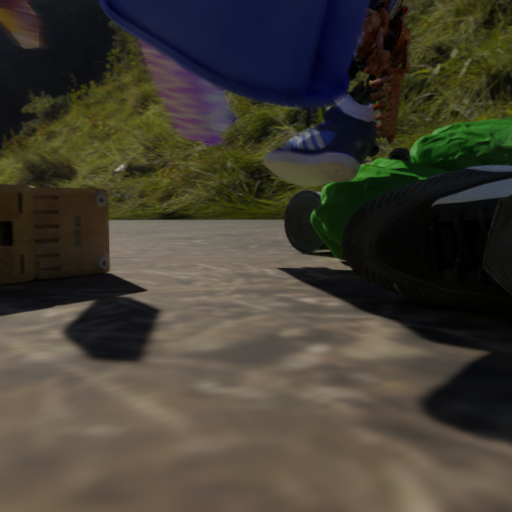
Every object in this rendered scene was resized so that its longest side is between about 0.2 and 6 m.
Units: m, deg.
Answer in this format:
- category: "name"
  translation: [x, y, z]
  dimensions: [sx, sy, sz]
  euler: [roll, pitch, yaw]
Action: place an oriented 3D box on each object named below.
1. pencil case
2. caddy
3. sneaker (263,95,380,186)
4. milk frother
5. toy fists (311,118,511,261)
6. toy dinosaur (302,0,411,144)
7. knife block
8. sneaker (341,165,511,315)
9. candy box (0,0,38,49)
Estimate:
- category: "pencil case"
  translation: [-1.169, -3.024, 9.212]
  dimensions: [1.096, 1.117, 2.613]
  euler: [-18, -37, 3]
- category: "caddy"
  translation: [-0.259, -2.805, 6.368]
  dimensions: [3.193, 1.676, 2.258]
  euler: [37, 40, 19]
- category: "sneaker"
  translation: [0.992, -1.710, 8.072]
  dimensions: [1.725, 1.263, 0.695]
  euler: [8, -23, 48]
- category: "milk frother"
  translation: [1.699, -0.970, 9.711]
  dimensions: [1.762, 1.873, 1.691]
  euler: [-4, 10, -40]
- category: "toy fists"
  translation: [2.696, -1.005, 8.238]
  dimensions: [3.983, 1.370, 2.030]
  euler: [-27, 27, -20]
- category: "toy dinosaur"
  translation: [1.389, -2.861, 7.829]
  dimensions: [1.593, 3.119, 2.117]
  euler: [29, -43, -13]
- category: "knife block"
  translation: [-3.176, -0.289, 6.538]
  dimensions: [2.715, 0.989, 3.093]
  euler: [2, 5, 32]
- category: "sneaker"
  translation: [1.773, -0.084, 3.379]
  dimensions: [3.203, 1.064, 1.449]
  euler: [6, 5, 39]
- category: "candy box"
  translation: [-4.041, -4.068, 9.482]
  dimensions: [0.284, 0.587, 1.006]
  euler: [-5, -14, 3]
